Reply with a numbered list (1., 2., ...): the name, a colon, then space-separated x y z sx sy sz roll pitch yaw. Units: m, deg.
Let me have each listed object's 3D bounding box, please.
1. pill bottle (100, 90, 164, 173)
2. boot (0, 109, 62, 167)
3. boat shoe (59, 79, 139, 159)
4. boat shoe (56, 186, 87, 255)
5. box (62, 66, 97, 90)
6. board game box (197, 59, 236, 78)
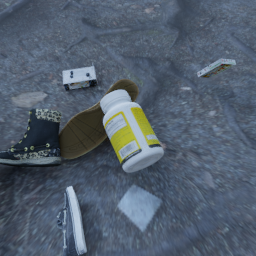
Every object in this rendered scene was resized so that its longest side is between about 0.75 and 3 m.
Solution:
1. pill bottle: 0.018 0.037 7.129 1.092 1.092 1.962 -19 68 -17
2. boot: -2.686 0.270 7.428 1.975 0.713 1.491 1 78 5
3. boat shoe: -0.845 -0.196 8.193 1.063 0.957 2.948 42 76 6
4. boat shoe: -1.329 2.044 6.236 0.553 0.585 1.632 -13 49 -9
5. box: -1.731 -1.788 10.058 1.166 0.351 0.680 -11 56 -5
6. board game box: 3.010 -2.028 9.588 0.694 1.099 0.190 -5 78 -32
